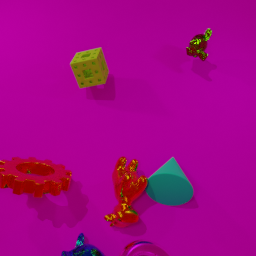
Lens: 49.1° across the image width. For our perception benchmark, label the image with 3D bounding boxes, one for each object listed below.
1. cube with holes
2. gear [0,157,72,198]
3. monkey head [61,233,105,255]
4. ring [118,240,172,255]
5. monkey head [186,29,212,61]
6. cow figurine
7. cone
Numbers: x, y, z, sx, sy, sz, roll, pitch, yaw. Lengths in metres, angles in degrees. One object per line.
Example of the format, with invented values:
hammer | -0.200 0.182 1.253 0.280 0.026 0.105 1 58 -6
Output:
cube with holes | -1.184 -1.896 8.844 0.853 0.853 0.853 -9 35 13
gear | -2.403 1.211 7.211 1.855 1.855 0.343 14 99 6
monkey head | -1.108 3.528 6.604 1.425 1.194 1.981 -54 53 20
ring | 0.491 3.512 6.510 1.812 0.362 1.812 19 42 -17
monkey head | 2.349 -2.592 9.078 0.707 1.174 0.844 -34 73 -34
cow figurine | -0.106 1.757 7.466 0.874 1.567 1.592 15 25 -25
cone | 1.202 1.252 7.830 1.271 1.271 1.276 13 40 6
